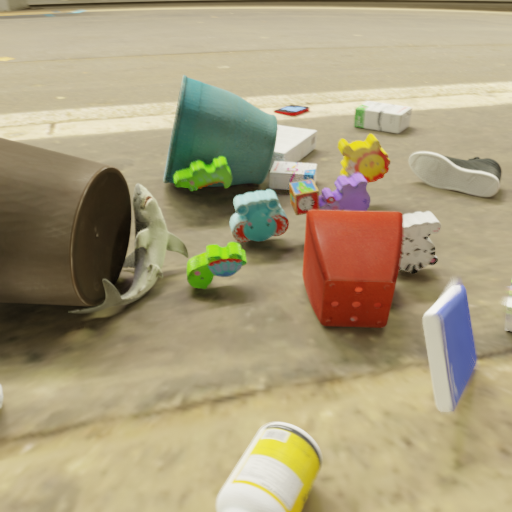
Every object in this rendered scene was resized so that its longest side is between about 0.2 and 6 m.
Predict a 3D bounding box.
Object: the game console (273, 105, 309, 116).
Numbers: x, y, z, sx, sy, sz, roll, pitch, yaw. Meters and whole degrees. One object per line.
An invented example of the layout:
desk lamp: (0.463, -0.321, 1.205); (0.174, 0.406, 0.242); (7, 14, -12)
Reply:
game console: (1.056, -4.288, 16.445); (0.772, 0.136, 0.873); (23, 36, 34)

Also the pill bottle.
pill bottle: (0.070, 2.007, 4.699); (0.649, 0.649, 1.158); (13, 32, 23)

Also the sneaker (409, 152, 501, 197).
sneaker: (4.111, -1.753, 11.465); (1.870, 0.661, 0.927); (24, 35, 27)

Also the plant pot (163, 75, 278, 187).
plant pot: (-0.688, -2.303, 11.178); (1.983, 2.110, 2.110); (10, 28, -12)

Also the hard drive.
hard drive: (2.083, 0.918, 5.939); (0.184, 0.958, 1.452); (-8, 4, 30)

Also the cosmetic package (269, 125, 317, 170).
cosmetic package: (0.389, -2.541, 12.962); (1.431, 0.490, 1.898); (16, 33, 23)

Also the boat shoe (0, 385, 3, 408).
boat shoe: (-3.983, 1.392, 5.526); (2.652, 0.909, 0.955); (-2, 29, -4)

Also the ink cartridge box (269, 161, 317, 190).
ink cartridge box: (0.755, -1.628, 11.445); (0.909, 0.385, 0.657); (4, 30, 9)

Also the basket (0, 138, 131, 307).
basket: (-3.639, -0.528, 7.679); (3.376, 2.296, 3.044); (8, 44, 7)

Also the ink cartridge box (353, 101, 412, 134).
ink cartridge box: (3.387, -3.717, 15.003); (1.284, 0.539, 0.937); (17, 33, 27)

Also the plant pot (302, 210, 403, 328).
plant pot: (1.274, 0.249, 7.378); (1.274, 1.275, 1.124); (2, 43, 3)

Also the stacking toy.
stacking toy: (0.688, -0.738, 9.215); (3.958, 0.930, 2.985); (-9, 37, -4)

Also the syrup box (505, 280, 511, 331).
syrup box: (3.535, 0.621, 7.393); (0.372, 0.385, 0.944); (7, 28, 27)

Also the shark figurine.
shark figurine: (-1.786, 0.155, 8.124); (0.885, 1.267, 2.120); (-13, 46, 33)
